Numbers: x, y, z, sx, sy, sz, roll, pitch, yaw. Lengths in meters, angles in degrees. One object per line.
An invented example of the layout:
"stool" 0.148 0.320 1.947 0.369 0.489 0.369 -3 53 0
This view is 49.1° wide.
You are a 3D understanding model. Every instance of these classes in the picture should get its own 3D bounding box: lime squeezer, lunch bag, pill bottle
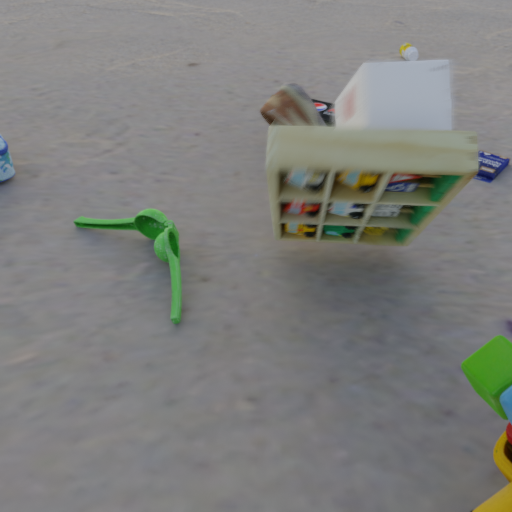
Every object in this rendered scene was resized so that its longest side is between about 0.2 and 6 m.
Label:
"lime squeezer" -1.697 -0.190 8.783 1.138 0.608 3.223 -25 44 -30
"lunch bag" -5.758 -1.965 11.048 1.580 0.810 1.965 -22 40 -23
"pill bottle" 4.708 -6.245 17.218 0.423 0.423 0.755 -5 36 -7

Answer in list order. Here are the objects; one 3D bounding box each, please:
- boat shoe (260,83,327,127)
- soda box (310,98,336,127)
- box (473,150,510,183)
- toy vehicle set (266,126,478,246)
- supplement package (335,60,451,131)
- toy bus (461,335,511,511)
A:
"boat shoe" 0.968 -1.835 9.777 0.869 0.916 2.420 -36 85 -7
"soda box" 1.645 -2.589 11.755 2.648 0.937 0.838 23 44 27
"box" 4.653 -1.827 11.375 0.652 0.174 1.076 25 44 30
"toy vehicle set" 1.275 -0.758 7.375 2.146 3.453 0.458 2 79 4
"supplement package" 1.685 -1.734 7.211 1.031 1.043 1.721 -2 0 -3
"toy bus" 2.331 2.443 4.183 1.623 3.141 2.964 -37 50 1
